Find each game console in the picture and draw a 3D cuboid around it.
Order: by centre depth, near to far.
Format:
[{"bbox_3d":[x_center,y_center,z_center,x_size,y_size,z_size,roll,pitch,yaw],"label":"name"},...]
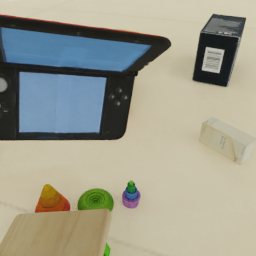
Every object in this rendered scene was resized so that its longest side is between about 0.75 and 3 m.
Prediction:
[{"bbox_3d":[-0.890,-0.491,4.141,2.451,2.112,1.455,1,25,-19],"label":"game console"}]

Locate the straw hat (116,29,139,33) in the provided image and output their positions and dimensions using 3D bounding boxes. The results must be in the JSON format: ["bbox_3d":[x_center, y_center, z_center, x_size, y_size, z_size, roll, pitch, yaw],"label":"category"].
[{"bbox_3d":[-0.395,-3.649,12.539,2.530,1.071,2.530,5,30,-3],"label":"straw hat"}]

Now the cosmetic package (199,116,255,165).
[{"bbox_3d":[2.632,0.317,7.539,0.494,0.700,1.351,-28,44,-31],"label":"cosmetic package"}]

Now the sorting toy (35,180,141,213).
[{"bbox_3d":[-0.872,1.418,5.986,2.317,0.798,0.803,-5,37,-5],"label":"sorting toy"}]

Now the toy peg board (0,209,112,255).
[{"bbox_3d":[-1.260,2.480,4.668,1.939,0.952,1.947,-8,33,15],"label":"toy peg board"}]

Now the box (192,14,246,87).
[{"bbox_3d":[3.635,-3.148,11.109,1.411,1.956,2.635,14,40,18],"label":"box"}]
